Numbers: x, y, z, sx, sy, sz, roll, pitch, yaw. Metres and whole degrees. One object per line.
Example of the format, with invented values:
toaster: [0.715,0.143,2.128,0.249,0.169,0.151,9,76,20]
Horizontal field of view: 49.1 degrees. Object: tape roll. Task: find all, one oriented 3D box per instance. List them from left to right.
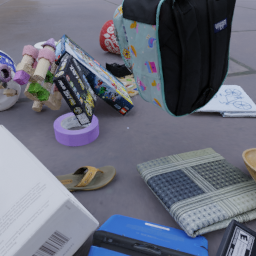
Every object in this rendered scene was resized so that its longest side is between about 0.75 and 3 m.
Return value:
tape roll: [-3.979,-3.750,14.066,1.275,0.876,1.275,0,32,0]
tape roll: [-1.556,0.006,8.518,1.327,0.435,1.327,-1,33,0]

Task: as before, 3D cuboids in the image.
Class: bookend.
bookend: [-0.336,-2.720,12.685,0.982,0.453,0.976,-23,38,-33]

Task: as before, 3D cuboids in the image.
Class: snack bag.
snack bag: [3.286,-1.053,10.365,2.481,0.266,2.339,1,32,0]

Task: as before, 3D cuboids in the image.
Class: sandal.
sandal: [-1.075,1.156,6.676,1.640,0.443,0.659,-7,33,-12]

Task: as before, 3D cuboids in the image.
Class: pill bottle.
pill bottle: [-5.018,-1.965,10.454,1.711,1.711,2.859,-13,34,-19]

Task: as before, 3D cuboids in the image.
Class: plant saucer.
plant saucer: [3.835,1.197,6.041,2.769,0.490,2.769,10,17,-3]

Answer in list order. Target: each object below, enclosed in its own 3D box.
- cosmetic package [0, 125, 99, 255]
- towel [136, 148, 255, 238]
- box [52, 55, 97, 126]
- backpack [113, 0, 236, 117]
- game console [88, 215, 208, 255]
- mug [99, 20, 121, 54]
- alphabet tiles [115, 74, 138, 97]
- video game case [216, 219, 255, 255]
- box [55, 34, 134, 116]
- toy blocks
cosmetic package: [-2.105,1.304,5.273,1.541,1.215,2.864,-45,47,-14]
towel: [1.697,1.314,6.382,2.405,0.415,2.315,-9,29,-24]
box: [-1.007,-0.739,5.500,0.274,1.118,0.901,-18,36,13]
backpack: [1.069,-1.742,6.217,2.405,2.736,2.097,-33,34,-26]
game console: [0.318,2.463,4.849,1.947,1.152,1.662,10,2,15]
mug: [0.116,-4.704,14.930,2.508,1.673,2.226,26,42,30]
alphabet tiles: [0.225,-1.945,11.947,2.663,0.084,2.216,26,40,35]
video game case: [2.097,2.831,3.636,2.409,0.340,2.666,29,41,18]
box: [-1.152,-1.801,9.538,2.890,0.545,1.974,37,16,-29]
toy blocks: [-2.739,-1.854,9.157,2.284,2.134,1.922,-3,63,29]
